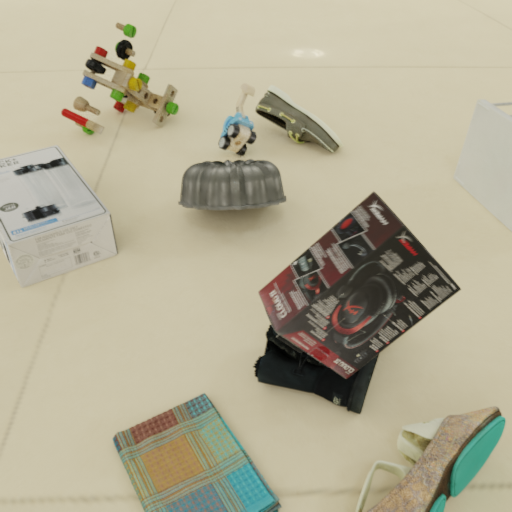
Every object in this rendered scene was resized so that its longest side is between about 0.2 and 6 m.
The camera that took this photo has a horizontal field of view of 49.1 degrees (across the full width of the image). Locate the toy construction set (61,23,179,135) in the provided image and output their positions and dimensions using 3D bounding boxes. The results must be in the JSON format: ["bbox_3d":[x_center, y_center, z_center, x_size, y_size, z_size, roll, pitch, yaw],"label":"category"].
[{"bbox_3d":[-3.404,-4.163,14.918,2.181,2.367,2.839,28,65,14],"label":"toy construction set"}]

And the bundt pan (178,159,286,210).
[{"bbox_3d":[-0.485,-1.519,11.510,2.250,0.845,2.250,-1,14,0],"label":"bundt pan"}]

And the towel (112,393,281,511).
[{"bbox_3d":[-0.828,2.756,7.203,1.482,0.219,2.021,-20,42,-25],"label":"towel"}]

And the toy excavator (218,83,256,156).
[{"bbox_3d":[-0.436,-3.401,13.894,0.686,1.336,1.374,11,51,-34],"label":"toy excavator"}]

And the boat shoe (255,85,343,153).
[{"bbox_3d":[1.094,-3.418,14.629,0.832,0.995,2.785,-49,63,5],"label":"boat shoe"}]

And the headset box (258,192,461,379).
[{"bbox_3d":[1.252,0.527,7.302,2.223,1.652,0.834,-42,39,14],"label":"headset box"}]

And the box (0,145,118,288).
[{"bbox_3d":[-4.355,-0.951,11.315,1.945,1.002,3.334,-21,42,-24],"label":"box"}]

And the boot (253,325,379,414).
[{"bbox_3d":[1.034,1.304,8.586,1.714,0.779,2.040,17,47,15],"label":"boot"}]

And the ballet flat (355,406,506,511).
[{"bbox_3d":[1.994,2.630,6.794,0.978,0.990,2.910,25,43,37],"label":"ballet flat"}]

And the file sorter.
[{"bbox_3d":[5.891,-1.879,11.801,1.747,1.947,2.805,-7,38,-14],"label":"file sorter"}]
